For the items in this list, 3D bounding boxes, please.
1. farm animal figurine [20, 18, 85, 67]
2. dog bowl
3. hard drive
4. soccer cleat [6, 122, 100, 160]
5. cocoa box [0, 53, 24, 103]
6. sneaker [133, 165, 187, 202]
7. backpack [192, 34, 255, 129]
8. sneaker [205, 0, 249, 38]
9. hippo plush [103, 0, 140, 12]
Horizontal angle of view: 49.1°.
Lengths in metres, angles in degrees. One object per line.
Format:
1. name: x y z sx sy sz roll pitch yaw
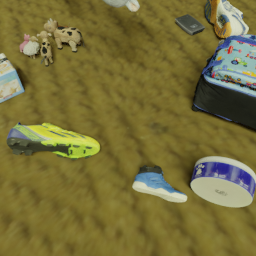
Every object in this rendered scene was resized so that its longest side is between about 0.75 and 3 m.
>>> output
1. farm animal figurine: -2.455 -2.801 8.718 1.799 0.904 1.452 -33 60 -22
2. dog bowl: 1.912 1.106 5.669 1.217 1.217 0.480 18 58 13
3. hard drive: 2.135 -3.578 9.724 0.646 0.203 0.958 -26 58 -18
4. soccer cleat: -1.744 0.211 6.652 2.206 0.713 0.923 4 50 3
5. cocoa box: -3.676 -1.234 7.594 1.301 0.867 0.854 -31 60 -21
6. sneaker: 0.746 1.164 6.101 1.179 0.453 0.656 12 63 17
7. backpack: 3.216 -1.422 7.192 2.422 1.785 2.653 24 56 17
8. sneaker: 3.390 -3.881 9.690 0.977 0.834 2.216 0 60 -14
9. hippo plush: -0.253 -3.555 5.714 1.827 2.293 1.844 29 88 3
